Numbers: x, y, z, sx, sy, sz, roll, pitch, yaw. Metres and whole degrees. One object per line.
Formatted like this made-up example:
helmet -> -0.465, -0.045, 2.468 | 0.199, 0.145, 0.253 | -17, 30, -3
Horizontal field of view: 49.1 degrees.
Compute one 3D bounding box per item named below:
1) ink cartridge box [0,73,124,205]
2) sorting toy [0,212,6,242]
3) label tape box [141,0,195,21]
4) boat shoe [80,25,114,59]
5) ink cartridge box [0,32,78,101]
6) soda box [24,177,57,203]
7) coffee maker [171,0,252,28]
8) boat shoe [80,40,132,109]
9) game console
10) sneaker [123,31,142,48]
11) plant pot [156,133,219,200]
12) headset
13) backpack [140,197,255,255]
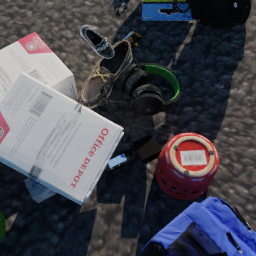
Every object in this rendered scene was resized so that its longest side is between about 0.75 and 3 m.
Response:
ink cartridge box -> -1.677, 0.289, 6.377 | 2.623, 1.112, 1.910 | 29, 74, -1
sorting toy -> -3.811, 2.172, 6.525 | 2.007, 0.824, 1.206 | 7, 77, -9
label tape box -> 1.444, -5.210, 10.039 | 1.929, 0.890, 2.692 | 0, 103, 1
boat shoe -> -0.700, -2.113, 7.010 | 0.417, 1.130, 0.386 | -46, 42, 0
ink cartridge box -> -3.203, -1.036, 7.851 | 2.900, 1.230, 2.112 | -35, 68, -18
soda box -> -1.691, 1.208, 7.070 | 1.631, 0.517, 0.557 | -27, 66, -14
coffee maker -> 3.148, -4.928, 9.546 | 2.469, 1.731, 2.571 | 23, 61, 5
boat shoe -> -0.662, -1.632, 8.374 | 0.854, 0.708, 2.378 | 34, 73, 10
game console -> 0.060, 0.745, 7.272 | 1.587, 0.191, 0.936 | -26, 29, -2
sneaker -> 0.077, -2.790, 9.263 | 0.458, 0.356, 1.018 | 27, 63, 17
plant pot -> 1.437, 0.881, 6.819 | 1.442, 1.313, 1.442 | 0, 60, 0
headset -> 0.358, -1.166, 7.902 | 2.684, 1.261, 1.658 | -21, 63, -23
backpack -> 1.746, 2.795, 5.389 | 2.099, 2.033, 2.501 | -34, 66, -18
